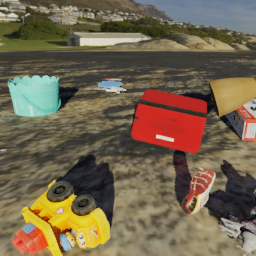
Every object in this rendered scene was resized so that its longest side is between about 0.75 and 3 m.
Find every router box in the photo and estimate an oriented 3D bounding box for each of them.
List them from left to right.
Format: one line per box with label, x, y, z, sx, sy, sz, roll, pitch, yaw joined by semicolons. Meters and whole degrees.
router box;4.124;-0.281;8.061;2.134;0.581;2.378;2;19;6

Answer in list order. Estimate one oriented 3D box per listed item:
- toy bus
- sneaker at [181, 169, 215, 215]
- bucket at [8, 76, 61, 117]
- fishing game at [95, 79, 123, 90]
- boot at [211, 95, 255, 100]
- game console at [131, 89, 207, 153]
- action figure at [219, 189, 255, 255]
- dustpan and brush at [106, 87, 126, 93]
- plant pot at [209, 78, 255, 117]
toy bus;-0.888;1.279;3.563;1.027;0.697;0.985;18;39;35
sneaker;1.095;0.963;4.274;0.316;0.769;0.299;18;14;-46
bucket;-3.190;-1.137;9.714;1.749;1.138;1.749;0;20;0
fishing game;-0.883;-2.127;13.959;1.234;0.268;1.724;3;27;10
boot;4.805;-1.152;10.811;2.215;0.806;2.353;-17;17;-22
game console;1.018;-0.218;6.771;1.597;1.376;0.948;13;-2;9
action figure;1.828;1.272;3.791;0.942;0.502;1.447;22;31;34
dustpan and brush;-0.648;-1.736;12.875;0.986;0.282;0.688;22;22;33
plant pot;2.875;-0.956;7.602;1.103;1.028;1.028;-17;15;14
